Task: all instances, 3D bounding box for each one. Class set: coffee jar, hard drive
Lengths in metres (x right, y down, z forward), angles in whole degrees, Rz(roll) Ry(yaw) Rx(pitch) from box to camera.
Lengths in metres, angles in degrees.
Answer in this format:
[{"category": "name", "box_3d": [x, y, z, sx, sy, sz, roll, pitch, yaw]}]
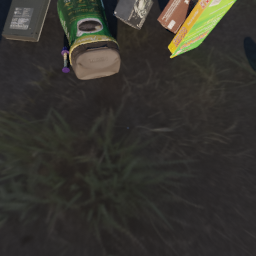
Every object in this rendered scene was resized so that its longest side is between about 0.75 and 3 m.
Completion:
[{"category": "coffee jar", "box_3d": [-1.105, -2.596, 7.863, 1.359, 1.112, 2.606, -12, 63, -12]}, {"category": "hard drive", "box_3d": [-2.987, -3.474, 8.322, 1.211, 0.285, 1.736, 11, 83, 20]}]

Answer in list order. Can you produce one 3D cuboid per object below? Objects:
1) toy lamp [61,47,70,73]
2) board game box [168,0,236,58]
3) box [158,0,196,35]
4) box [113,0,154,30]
[{"category": "toy lamp", "box_3d": [-1.794, -1.988, 8.063, 0.237, 0.237, 0.815, -8, 64, -4]}, {"category": "board game box", "box_3d": [1.929, -2.748, 7.115, 1.173, 2.456, 0.368, -27, 76, -27]}, {"category": "box", "box_3d": [1.349, -3.079, 7.701, 0.633, 1.690, 0.846, 36, 108, -1]}, {"category": "box", "box_3d": [0.167, -3.527, 8.231, 0.571, 0.906, 0.922, 35, 107, 24]}]
